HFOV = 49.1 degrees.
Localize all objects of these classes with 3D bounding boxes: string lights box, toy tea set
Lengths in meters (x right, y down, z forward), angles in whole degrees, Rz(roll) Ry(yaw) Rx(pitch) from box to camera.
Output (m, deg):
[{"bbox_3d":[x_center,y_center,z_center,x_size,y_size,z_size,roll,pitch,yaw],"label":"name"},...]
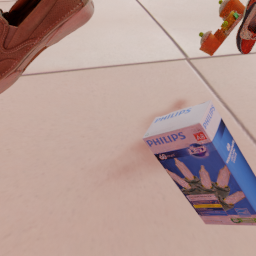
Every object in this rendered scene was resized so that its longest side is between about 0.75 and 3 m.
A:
[{"bbox_3d":[1.245,0.634,4.379,1.038,2.020,0.596,-18,27,43],"label":"string lights box"},{"bbox_3d":[2.797,-3.212,8.674,0.939,1.509,2.538,39,41,4],"label":"toy tea set"}]

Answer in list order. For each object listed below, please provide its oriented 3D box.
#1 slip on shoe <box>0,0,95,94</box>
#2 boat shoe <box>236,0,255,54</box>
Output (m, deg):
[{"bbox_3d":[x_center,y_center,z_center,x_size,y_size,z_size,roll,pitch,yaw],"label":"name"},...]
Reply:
[{"bbox_3d":[-1.827,-1.464,4.422,2.790,0.845,1.061,-35,57,2],"label":"slip on shoe"},{"bbox_3d":[3.597,-2.893,8.121,0.616,1.732,0.542,-7,42,-5],"label":"boat shoe"}]
